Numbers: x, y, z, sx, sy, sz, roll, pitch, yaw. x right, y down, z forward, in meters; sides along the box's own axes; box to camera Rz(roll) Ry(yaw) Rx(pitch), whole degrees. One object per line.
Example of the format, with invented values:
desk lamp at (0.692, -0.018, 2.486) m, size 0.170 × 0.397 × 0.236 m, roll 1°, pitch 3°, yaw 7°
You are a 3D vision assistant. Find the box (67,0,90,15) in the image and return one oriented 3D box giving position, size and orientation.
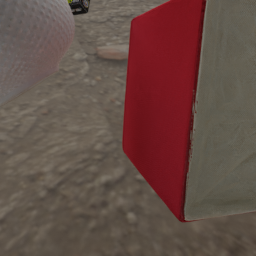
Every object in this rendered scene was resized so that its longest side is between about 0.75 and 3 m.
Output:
box at (-1.939, -3.879, 7.857) m, size 1.939 × 0.429 × 1.554 m, roll 0°, pitch 76°, yaw 22°

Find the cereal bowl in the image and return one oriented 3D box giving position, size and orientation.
cereal bowl at (-2.058, -1.145, 4.763) m, size 2.842 × 1.183 × 2.842 m, roll -29°, pitch 16°, yaw 9°

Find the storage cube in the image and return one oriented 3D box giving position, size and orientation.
storage cube at (1.461, -0.400, 4.307) m, size 2.468 × 2.887 × 2.595 m, roll 0°, pitch 13°, yaw -15°
